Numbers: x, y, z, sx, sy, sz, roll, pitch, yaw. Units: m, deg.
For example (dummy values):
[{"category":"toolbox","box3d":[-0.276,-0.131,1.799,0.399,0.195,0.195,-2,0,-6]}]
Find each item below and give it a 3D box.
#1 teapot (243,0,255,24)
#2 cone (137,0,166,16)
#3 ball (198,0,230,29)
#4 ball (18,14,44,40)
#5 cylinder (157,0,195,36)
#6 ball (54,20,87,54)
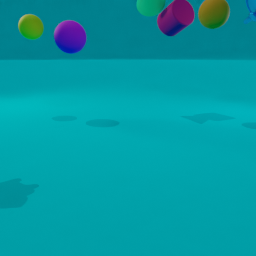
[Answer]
[{"category":"teapot","box3d":[2.337,-2.051,4.590,0.775,0.985,1.584,-38,3,9]},{"category":"cone","box3d":[0.681,-4.437,9.254,1.024,1.024,1.028,4,-8,14]},{"category":"ball","box3d":[2.595,-3.475,8.467,0.909,0.909,0.909,0,15,0]},{"category":"ball","box3d":[-3.261,-3.397,9.435,0.808,0.808,0.808,0,15,0]},{"category":"cylinder","box3d":[1.648,-3.817,9.720,0.944,0.944,0.944,-8,-4,-27]},{"category":"ball","box3d":[-1.811,-2.855,8.813,1.000,1.000,1.000,0,15,0]}]
